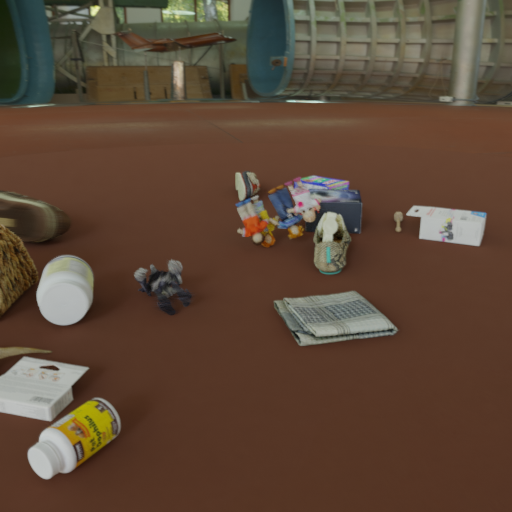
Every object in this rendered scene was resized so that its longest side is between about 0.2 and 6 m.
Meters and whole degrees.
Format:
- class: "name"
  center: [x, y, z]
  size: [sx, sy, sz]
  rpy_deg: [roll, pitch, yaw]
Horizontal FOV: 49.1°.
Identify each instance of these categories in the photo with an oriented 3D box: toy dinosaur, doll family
- class: "toy dinosaur"
  center: [-3.382, 1.254, 6.782]
  size: [1.673, 0.487, 0.846]
  rpy_deg: [-7, 20, -18]
- class: "doll family"
  center: [0.435, -0.798, 11.355]
  size: [1.776, 1.102, 0.800]
  rpy_deg: [-24, 4, -4]

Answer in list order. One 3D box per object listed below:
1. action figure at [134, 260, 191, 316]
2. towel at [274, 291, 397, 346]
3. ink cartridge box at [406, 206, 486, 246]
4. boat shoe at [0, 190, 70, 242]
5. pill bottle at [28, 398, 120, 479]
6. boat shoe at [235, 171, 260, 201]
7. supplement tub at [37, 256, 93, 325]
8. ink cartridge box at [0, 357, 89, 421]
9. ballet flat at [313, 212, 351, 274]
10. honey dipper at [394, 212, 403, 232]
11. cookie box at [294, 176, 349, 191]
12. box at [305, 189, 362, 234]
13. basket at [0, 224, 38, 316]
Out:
- class: "action figure"
  center: [-1.476, 0.396, 8.860]
  size: [0.759, 0.652, 1.277]
  rpy_deg: [-24, 32, -18]
- class: "towel"
  center: [1.095, 0.852, 8.223]
  size: [1.463, 0.253, 1.408]
  rpy_deg: [-6, 21, -13]
- class: "ink cartridge box"
  center: [4.053, -0.666, 12.022]
  size: [1.537, 0.521, 0.885]
  rpy_deg: [10, 22, 25]
- class: "boat shoe"
  center: [-5.285, -0.865, 12.069]
  size: [2.975, 1.099, 1.101]
  rpy_deg: [17, 14, 24]
- class: "pill bottle"
  center: [-1.747, 1.760, 5.397]
  size: [0.455, 0.455, 0.834]
  rpy_deg: [11, 23, 29]
- class: "boat shoe"
  center: [-0.213, -1.965, 15.465]
  size: [0.628, 0.715, 2.008]
  rpy_deg: [1, 15, -5]
- class: "supplement tub"
  center: [-2.844, 0.509, 8.385]
  size: [0.776, 0.776, 1.071]
  rpy_deg: [-5, 21, -13]
- class: "ink cartridge box"
  center: [-2.527, 1.515, 6.444]
  size: [0.923, 0.206, 0.813]
  rpy_deg: [6, 21, 15]
- class: "ballet flat"
  center: [1.450, -0.385, 10.783]
  size: [0.746, 0.828, 2.200]
  rpy_deg: [-2, 19, 9]
- class: "honey dipper"
  center: [3.255, -0.765, 12.787]
  size: [0.201, 0.201, 1.056]
  rpy_deg: [4, 22, 12]
- class: "cookie box"
  center: [1.798, -1.877, 15.492]
  size: [1.178, 0.443, 1.008]
  rpy_deg: [17, 24, 38]
- class: "box"
  center: [1.763, -1.043, 12.752]
  size: [1.230, 0.758, 1.220]
  rpy_deg: [2, 21, 6]
- class: "basket"
  center: [-4.755, 0.005, 8.637]
  size: [2.186, 1.560, 1.629]
  rpy_deg: [1, 21, 1]
